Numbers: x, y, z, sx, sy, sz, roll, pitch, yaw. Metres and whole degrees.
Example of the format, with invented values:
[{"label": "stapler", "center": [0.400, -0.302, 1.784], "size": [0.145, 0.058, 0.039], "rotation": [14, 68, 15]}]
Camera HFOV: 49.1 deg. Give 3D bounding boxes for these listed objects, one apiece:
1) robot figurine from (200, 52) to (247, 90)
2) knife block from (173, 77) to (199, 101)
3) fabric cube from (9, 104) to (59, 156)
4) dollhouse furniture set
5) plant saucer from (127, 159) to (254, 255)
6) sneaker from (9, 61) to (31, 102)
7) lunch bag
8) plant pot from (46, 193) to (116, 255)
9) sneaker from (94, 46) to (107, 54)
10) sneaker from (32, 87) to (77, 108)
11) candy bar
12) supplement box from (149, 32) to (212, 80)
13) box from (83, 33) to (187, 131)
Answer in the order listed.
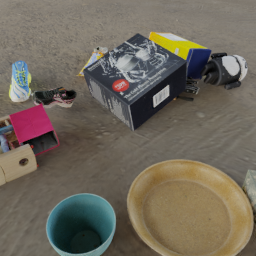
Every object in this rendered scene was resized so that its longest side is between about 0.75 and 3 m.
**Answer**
[{"label": "robot figurine", "center": [4.054, -2.416, 11.765], "size": [1.907, 1.433, 1.190], "rotation": [-12, 20, -14]}, {"label": "knife block", "center": [1.660, -1.564, 11.124], "size": [2.114, 0.676, 1.856], "rotation": [-15, 41, -18]}, {"label": "fabric cube", "center": [-2.825, 0.097, 8.517], "size": [1.054, 1.034, 1.051], "rotation": [-23, 62, -16]}, {"label": "dollhouse furniture set", "center": [-3.862, 0.035, 7.586], "size": [1.854, 2.646, 1.865], "rotation": [-23, 44, -26]}, {"label": "plant saucer", "center": [1.449, 1.988, 6.863], "size": [2.953, 0.523, 2.953], "rotation": [0, 39, 0]}, {"label": "sneaker", "center": [-4.421, -1.987, 11.282], "size": [0.828, 1.148, 2.186], "rotation": [-9, 39, -11]}, {"label": "lunch bag", "center": [3.606, 1.857, 6.727], "size": [1.281, 0.918, 1.562], "rotation": [5, 34, 5]}, {"label": "plant pot", "center": [-0.969, 2.309, 6.117], "size": [1.431, 0.964, 1.431], "rotation": [0, 39, 0]}, {"label": "sneaker", "center": [-1.394, -4.032, 14.401], "size": [0.339, 0.411, 0.895], "rotation": [28, 47, 30]}, {"label": "sneaker", "center": [-2.586, -1.199, 10.020], "size": [1.738, 0.750, 0.698], "rotation": [-9, 63, -52]}, {"label": "candy bar", "center": [-1.736, -2.985, 13.220], "size": [0.631, 0.281, 2.532], "rotation": [8, 40, 9]}, {"label": "supplement box", "center": [2.123, -3.201, 12.387], "size": [1.365, 1.374, 2.509], "rotation": [-12, 38, -39]}, {"label": "box", "center": [0.275, -1.736, 10.070], "size": [2.742, 1.428, 2.497], "rotation": [-39, 57, -19]}]
